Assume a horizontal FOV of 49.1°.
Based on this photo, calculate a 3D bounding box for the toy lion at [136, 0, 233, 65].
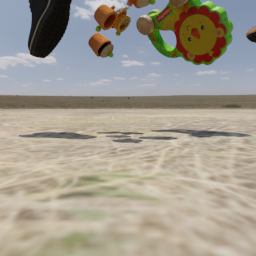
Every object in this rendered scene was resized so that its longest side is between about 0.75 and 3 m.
[{"bbox_3d":[1.509,-2.505,7.256,0.748,2.089,2.180,-41,10,-34],"label":"toy lion"}]

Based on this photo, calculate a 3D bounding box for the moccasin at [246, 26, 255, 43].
[{"bbox_3d":[2.368,-1.661,4.306,0.416,0.439,1.138,21,-21,-25],"label":"moccasin"}]

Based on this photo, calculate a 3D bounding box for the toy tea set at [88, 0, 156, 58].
[{"bbox_3d":[-0.132,-2.551,6.573,1.381,0.859,2.322,-37,-13,-32],"label":"toy tea set"}]

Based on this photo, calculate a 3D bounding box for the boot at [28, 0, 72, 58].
[{"bbox_3d":[-2.313,-3.178,6.912,1.715,2.480,0.960,29,12,12],"label":"boot"}]
